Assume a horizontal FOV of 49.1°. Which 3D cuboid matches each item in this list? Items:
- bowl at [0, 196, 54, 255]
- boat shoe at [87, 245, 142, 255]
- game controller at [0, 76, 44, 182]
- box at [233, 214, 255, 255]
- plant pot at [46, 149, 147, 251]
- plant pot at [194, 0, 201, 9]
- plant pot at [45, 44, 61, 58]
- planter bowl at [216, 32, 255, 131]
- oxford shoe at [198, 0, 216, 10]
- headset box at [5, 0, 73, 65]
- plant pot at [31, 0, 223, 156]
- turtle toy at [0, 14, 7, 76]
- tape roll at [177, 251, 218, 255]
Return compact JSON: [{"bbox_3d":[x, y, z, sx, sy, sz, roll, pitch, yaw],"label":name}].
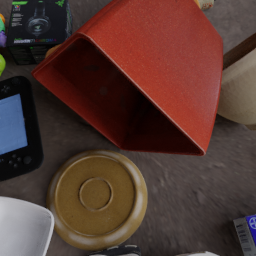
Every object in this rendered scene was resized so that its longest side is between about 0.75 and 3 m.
[{"bbox_3d":[-2.396,2.345,5.784,1.625,0.606,1.623,13,66,7],"label":"bowl"},{"bbox_3d":[-0.320,2.648,5.769,1.216,0.449,0.367,-12,21,11],"label":"boat shoe"},{"bbox_3d":[-2.930,-0.055,6.932,1.422,0.574,2.726,-15,65,-7],"label":"game controller"},{"bbox_3d":[3.136,2.366,5.685,1.442,0.757,1.327,-9,66,-5],"label":"box"},{"bbox_3d":[-0.714,1.515,6.337,2.328,0.320,2.328,0,65,-1],"label":"plant pot"},{"bbox_3d":[0.740,-3.147,7.582,1.621,2.316,2.316,-29,67,4],"label":"plant pot"},{"bbox_3d":[-1.400,-1.581,7.240,1.078,1.540,1.540,-2,64,17],"label":"plant pot"},{"bbox_3d":[3.022,-1.067,6.517,2.625,2.625,1.766,-40,95,-17],"label":"planter bowl"},{"bbox_3d":[2.398,-3.976,8.808,0.571,0.538,1.528,40,72,11],"label":"oxford shoe"},{"bbox_3d":[-2.470,-2.829,8.076,1.612,0.859,1.851,-2,65,-1],"label":"headset box"},{"bbox_3d":[0.230,-1.306,5.660,2.822,2.820,2.487,41,68,-24],"label":"plant pot"},{"bbox_3d":[-4.020,-2.431,7.704,1.681,1.166,2.307,-23,68,15],"label":"turtle toy"},{"bbox_3d":[1.276,3.214,5.019,1.804,1.238,1.804,0,65,0],"label":"tape roll"}]
